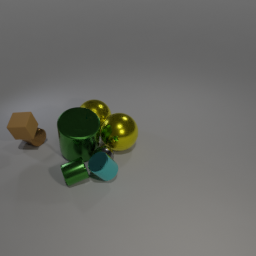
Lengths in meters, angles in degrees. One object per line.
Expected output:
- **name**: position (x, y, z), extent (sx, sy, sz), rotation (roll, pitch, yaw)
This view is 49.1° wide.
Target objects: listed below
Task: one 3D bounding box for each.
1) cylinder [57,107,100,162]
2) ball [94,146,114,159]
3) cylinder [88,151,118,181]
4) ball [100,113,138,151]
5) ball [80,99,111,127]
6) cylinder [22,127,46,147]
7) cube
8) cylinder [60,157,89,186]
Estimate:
- **cylinder**: position (-1.674, 0.243, 9.635), extent (1.400, 1.400, 1.400), rotation (4, 50, -5)
- **ball**: position (-0.825, 0.957, 9.513), extent (0.700, 0.700, 0.700), rotation (0, 31, 0)
- **cylinder**: position (-0.761, 1.184, 8.671), extent (0.700, 0.700, 0.700), rotation (-16, 51, 22)
- **ball**: position (-0.320, 0.141, 10.198), extent (1.400, 1.400, 1.400), rotation (0, 31, 0)
- **ball**: position (-1.352, -0.447, 11.220), extent (1.400, 1.400, 1.400), rotation (0, 31, 0)
- **cylinder**: position (-3.606, 0.275, 10.653), extent (0.700, 0.700, 0.700), rotation (18, 35, 27)
- **cube**: position (-3.665, -0.077, 9.786), extent (0.700, 0.700, 0.700), rotation (-3, 50, 8)
- **cylinder**: position (-1.650, 1.354, 8.727), extent (0.700, 0.700, 0.700), rotation (-22, 35, -10)
